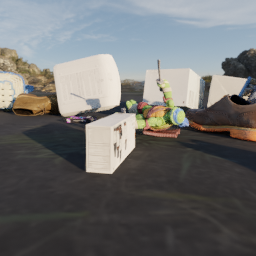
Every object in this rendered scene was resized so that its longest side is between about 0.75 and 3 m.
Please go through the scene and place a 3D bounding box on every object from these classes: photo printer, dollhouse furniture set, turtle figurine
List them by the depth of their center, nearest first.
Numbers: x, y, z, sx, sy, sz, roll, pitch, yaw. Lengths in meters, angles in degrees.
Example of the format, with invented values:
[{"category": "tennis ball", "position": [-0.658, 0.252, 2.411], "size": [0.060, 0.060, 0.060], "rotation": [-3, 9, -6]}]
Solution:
[{"category": "turtle figurine", "position": [0.344, -0.629, 7.017], "size": [2.093, 1.506, 2.029], "rotation": [22, -17, -32]}, {"category": "dollhouse furniture set", "position": [3.739, -0.607, 7.047], "size": [1.677, 1.776, 1.159], "rotation": [23, 56, 9]}, {"category": "photo printer", "position": [-1.528, -1.657, 10.844], "size": [2.557, 2.128, 0.888], "rotation": [-9, 1, 20]}]

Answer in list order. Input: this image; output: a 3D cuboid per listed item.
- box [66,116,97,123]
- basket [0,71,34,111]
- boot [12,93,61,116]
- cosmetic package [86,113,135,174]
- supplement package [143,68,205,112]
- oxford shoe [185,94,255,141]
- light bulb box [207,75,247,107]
[{"category": "box", "position": [-1.623, -0.305, 9.843], "size": [0.969, 0.175, 0.692], "rotation": [2, 9, 3]}, {"category": "basket", "position": [-6.237, -1.898, 13.949], "size": [2.377, 1.875, 2.696], "rotation": [5, 23, -2]}, {"category": "boot", "position": [-3.509, -0.840, 11.897], "size": [2.707, 0.997, 1.022], "rotation": [2, 36, 1]}, {"category": "cosmetic package", "position": [-0.230, 0.185, 4.959], "size": [0.453, 0.738, 1.789], "rotation": [4, 10, 12]}, {"category": "supplement package", "position": [2.054, -1.589, 12.354], "size": [2.032, 1.563, 2.125], "rotation": [5, -2, 30]}, {"category": "oxford shoe", "position": [2.616, -0.397, 7.493], "size": [1.033, 1.056, 2.898], "rotation": [-5, 11, -31]}, {"category": "light bulb box", "position": [4.766, -1.476, 12.346], "size": [2.298, 1.447, 2.318], "rotation": [11, 11, 16]}]
